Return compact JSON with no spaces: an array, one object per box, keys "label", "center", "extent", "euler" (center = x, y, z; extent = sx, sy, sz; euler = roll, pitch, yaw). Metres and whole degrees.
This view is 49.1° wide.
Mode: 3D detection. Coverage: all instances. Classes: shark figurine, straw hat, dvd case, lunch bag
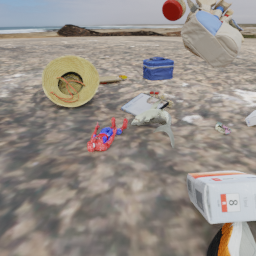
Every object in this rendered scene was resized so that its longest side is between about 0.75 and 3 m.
[{"label":"shark figurine","center":[1.105,-0.167,8.967],"extent":[1.273,0.889,2.131],"euler":[-42,26,-10]},{"label":"straw hat","center":[-2.481,-1.782,12.096],"extent":[2.547,1.078,2.547],"euler":[4,65,-9]},{"label":"dvd case","center":[0.621,-0.849,10.741],"extent":[1.164,0.143,1.632],"euler":[-38,37,-20]},{"label":"lunch bag","center":[1.707,-3.542,16.410],"extent":[1.862,1.232,1.265],"euler":[-9,24,-24]}]

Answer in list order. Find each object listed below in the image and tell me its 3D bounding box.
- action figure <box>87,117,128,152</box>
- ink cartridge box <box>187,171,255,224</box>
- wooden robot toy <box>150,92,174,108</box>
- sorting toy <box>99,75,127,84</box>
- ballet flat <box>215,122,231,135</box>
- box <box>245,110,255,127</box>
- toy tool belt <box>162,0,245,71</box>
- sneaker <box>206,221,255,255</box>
[{"label":"action figure","center":[-0.660,0.182,8.376],"extent":[0.704,0.556,2.153],"euler":[10,27,17]},{"label":"ink cartridge box","center":[2.421,0.980,4.668],"extent":[2.623,0.658,2.128],"euler":[-9,-7,4]},{"label":"wooden robot toy","center":[1.216,-1.199,11.663],"extent":[1.429,0.630,0.648],"euler":[8,13,18]},{"label":"sorting toy","center":[-0.912,-2.737,15.820],"extent":[1.950,0.261,1.453],"euler":[-9,19,-20]},{"label":"ballet flat","center":[3.030,0.017,9.115],"extent":[0.277,0.269,0.778],"euler":[-25,27,-8]},{"label":"box","center":[5.041,-0.620,9.364],"extent":[1.854,0.337,1.338],"euler":[-21,4,42]},{"label":"toy tool belt","center":[1.868,-2.485,6.669],"extent":[2.106,1.315,1.294],"euler":[40,57,-7]},{"label":"sneaker","center":[1.649,2.011,3.842],"extent":[0.941,0.775,2.046],"euler":[30,23,9]}]
